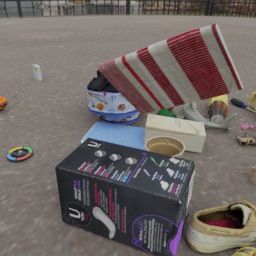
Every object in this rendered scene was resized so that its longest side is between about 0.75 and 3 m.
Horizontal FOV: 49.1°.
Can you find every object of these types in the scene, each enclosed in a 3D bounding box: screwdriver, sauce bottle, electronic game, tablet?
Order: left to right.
[{"bbox_3d":[-3.443,0.821,8.916,0.807,0.168,0.807,0,27,0],"label":"electronic game"},{"bbox_3d":[-0.223,0.317,9.856,2.484,0.170,1.616,7,29,13],"label":"tablet"},{"bbox_3d":[3.648,-0.822,11.352,0.793,0.793,2.403,9,28,16],"label":"sauce bottle"},{"bbox_3d":[2.162,2.570,5.038,2.286,0.755,0.755,-22,35,-35],"label":"sauce bottle"},{"bbox_3d":[5.198,-0.843,11.937,0.284,0.296,2.034,-15,31,-25],"label":"screwdriver"}]

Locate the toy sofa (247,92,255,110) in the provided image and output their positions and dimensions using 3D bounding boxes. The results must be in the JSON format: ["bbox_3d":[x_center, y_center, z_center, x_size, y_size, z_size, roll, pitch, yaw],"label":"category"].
[{"bbox_3d":[5.571,-0.884,11.463,0.774,0.657,1.587,9,27,2],"label":"toy sofa"}]

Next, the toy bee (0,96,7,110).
[{"bbox_3d":[-6.253,-1.294,12.152,2.212,1.202,1.448,45,38,21],"label":"toy bee"}]

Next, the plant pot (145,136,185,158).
[{"bbox_3d":[0.995,0.921,7.837,1.097,1.004,1.097,0,28,0],"label":"plant pot"}]

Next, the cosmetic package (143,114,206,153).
[{"bbox_3d":[1.537,0.162,9.387,1.929,0.705,0.999,8,29,4],"label":"cosmetic package"}]

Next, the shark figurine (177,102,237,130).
[{"bbox_3d":[2.732,-0.604,10.731,1.510,1.055,2.527,-15,29,-23],"label":"shark figurine"}]

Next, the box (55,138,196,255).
[{"bbox_3d":[-0.036,1.434,6.176,2.672,1.633,1.417,12,29,20],"label":"box"}]

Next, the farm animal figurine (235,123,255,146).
[{"bbox_3d":[4.508,0.146,9.439,1.367,1.383,0.721,22,19,-22],"label":"farm animal figurine"}]

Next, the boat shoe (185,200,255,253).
[{"bbox_3d":[2.422,2.012,5.996,2.393,0.794,0.886,-9,29,-16],"label":"boat shoe"}]

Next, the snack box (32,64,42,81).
[{"bbox_3d":[-5.039,-3.076,15.571,0.272,0.805,0.679,-18,33,-30],"label":"snack box"}]

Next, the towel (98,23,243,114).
[{"bbox_3d":[0.875,-1.092,5.838,2.516,1.812,0.286,-11,54,32],"label":"towel"}]

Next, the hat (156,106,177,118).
[{"bbox_3d":[1.522,-0.865,11.170,0.918,0.976,1.108,19,34,39],"label":"hat"}]

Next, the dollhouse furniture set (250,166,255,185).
[{"bbox_3d":[4.759,1.004,7.312,2.072,1.352,1.956,-17,33,-30],"label":"dollhouse furniture set"}]

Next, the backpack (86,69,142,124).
[{"bbox_3d":[-0.418,-1.267,10.898,2.653,2.043,2.527,2,19,22],"label":"backpack"}]
